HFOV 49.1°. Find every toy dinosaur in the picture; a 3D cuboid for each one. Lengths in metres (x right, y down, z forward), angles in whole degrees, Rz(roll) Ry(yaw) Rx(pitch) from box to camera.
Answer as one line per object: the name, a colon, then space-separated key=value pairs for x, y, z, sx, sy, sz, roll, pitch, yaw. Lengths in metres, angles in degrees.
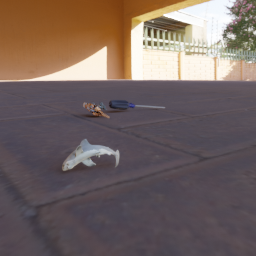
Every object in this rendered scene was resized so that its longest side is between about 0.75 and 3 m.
toy dinosaur: x=-1.206 y=-0.645 z=10.772 sx=0.565 sy=1.106 sz=0.751 roll=-43 pitch=-10 yaw=20

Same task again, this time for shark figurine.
shark figurine: x=-0.621 y=0.383 z=5.009 sx=1.114 sy=0.665 sz=0.465 roll=-6 pitch=42 yaw=-21

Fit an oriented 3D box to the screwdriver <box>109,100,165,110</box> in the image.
screwdriver: x=0.459 y=-0.926 z=12.357 sx=2.881 sy=0.419 sz=0.402 roll=5 pitch=44 yaw=-34
